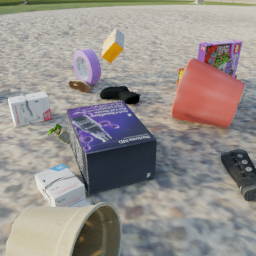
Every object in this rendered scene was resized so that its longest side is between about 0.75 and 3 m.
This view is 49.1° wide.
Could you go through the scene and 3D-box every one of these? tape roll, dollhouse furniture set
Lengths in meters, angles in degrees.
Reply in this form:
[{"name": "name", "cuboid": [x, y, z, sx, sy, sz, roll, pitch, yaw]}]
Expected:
[{"name": "tape roll", "cuboid": [-2.073, -3.048, 14.056, 0.572, 1.744, 1.744, -23, 37, -33]}, {"name": "dollhouse furniture set", "cuboid": [-2.378, 0.305, 9.900, 0.792, 0.397, 0.519, 34, 42, 1]}]

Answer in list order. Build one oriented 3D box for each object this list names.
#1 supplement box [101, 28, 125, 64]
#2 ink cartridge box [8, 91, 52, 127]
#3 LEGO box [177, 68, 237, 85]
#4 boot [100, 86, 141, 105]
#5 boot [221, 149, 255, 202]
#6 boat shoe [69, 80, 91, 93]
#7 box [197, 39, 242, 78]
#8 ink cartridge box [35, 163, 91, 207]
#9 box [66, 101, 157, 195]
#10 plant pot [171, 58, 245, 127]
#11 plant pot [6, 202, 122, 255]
[{"name": "supplement box", "cuboid": [-0.635, -3.554, 12.074, 0.534, 0.915, 1.452, 34, 33, -25]}, {"name": "ink cartridge box", "cuboid": [-3.765, -0.730, 10.819, 1.406, 1.030, 0.582, -15, 34, -23]}, {"name": "LEGO box", "cuboid": [3.802, -2.354, 13.726, 2.287, 0.882, 1.703, -7, 31, -12]}, {"name": "boot", "cuboid": [-0.323, -1.403, 12.475, 1.553, 0.575, 1.273, -15, 36, -27]}, {"name": "boot", "cuboid": [3.613, 1.266, 7.945, 1.469, 0.585, 1.782, 0, 26, -3]}, {"name": "boat shoe", "cuboid": [-2.244, -2.116, 13.697, 1.475, 0.545, 0.545, 23, 32, 34]}, {"name": "box", "cuboid": [3.763, -2.358, 11.996, 1.804, 2.636, 0.515, -12, 33, -19]}, {"name": "ink cartridge box", "cuboid": [-1.704, 1.615, 7.332, 0.867, 0.507, 1.495, -22, 37, -33]}, {"name": "box", "cuboid": [-0.588, 0.445, 8.428, 2.005, 1.413, 2.709, -11, 31, -19]}, {"name": "plant pot", "cuboid": [3.038, -1.176, 10.573, 2.151, 2.432, 2.432, 21, 35, 14]}, {"name": "plant pot", "cuboid": [-1.255, 2.211, 5.332, 1.670, 1.825, 1.825, 3, 29, 26]}]
